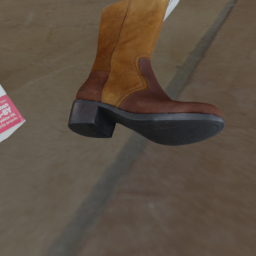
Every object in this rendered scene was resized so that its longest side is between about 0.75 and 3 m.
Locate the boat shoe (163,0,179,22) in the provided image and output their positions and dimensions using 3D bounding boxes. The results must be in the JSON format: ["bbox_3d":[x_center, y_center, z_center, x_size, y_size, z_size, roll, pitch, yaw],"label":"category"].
[{"bbox_3d":[0.524,-3.028,7.486,0.900,0.822,2.501,27,78,44],"label":"boat shoe"}]

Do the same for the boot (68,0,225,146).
[{"bbox_3d":[0.392,-1.039,4.511,2.407,0.876,2.557,0,64,32],"label":"boot"}]

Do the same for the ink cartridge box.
[{"bbox_3d":[-1.624,-0.366,2.634,0.514,1.232,0.894,-38,10,-34],"label":"ink cartridge box"}]
